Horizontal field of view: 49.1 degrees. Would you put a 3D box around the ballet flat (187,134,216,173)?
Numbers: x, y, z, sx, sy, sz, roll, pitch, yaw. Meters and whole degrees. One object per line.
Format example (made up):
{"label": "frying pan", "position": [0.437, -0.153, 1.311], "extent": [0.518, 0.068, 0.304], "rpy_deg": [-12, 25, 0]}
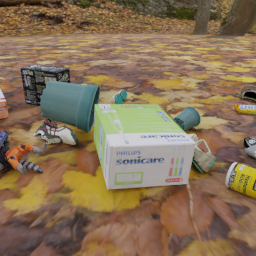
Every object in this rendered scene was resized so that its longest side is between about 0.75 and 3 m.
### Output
{"label": "ballet flat", "position": [1.819, 0.549, 7.746], "extent": [0.617, 0.685, 1.820], "rpy_deg": [40, 5, -30]}

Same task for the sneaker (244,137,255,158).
{"label": "sneaker", "position": [3.986, 0.395, 8.209], "extent": [1.009, 0.656, 1.747], "rpy_deg": [19, 31, 42]}

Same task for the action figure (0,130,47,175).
{"label": "action figure", "position": [-3.100, 0.935, 7.089], "extent": [1.675, 0.906, 1.732], "rpy_deg": [2, 47, 21]}

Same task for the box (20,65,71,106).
{"label": "box", "position": [-3.490, -1.785, 12.036], "extent": [1.976, 1.618, 0.851], "rpy_deg": [10, 26, 24]}

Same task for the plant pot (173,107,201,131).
{"label": "plant pot", "position": [1.964, -0.247, 9.653], "extent": [0.749, 0.765, 0.765], "rpy_deg": [-28, 35, -35]}

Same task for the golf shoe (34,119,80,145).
{"label": "golf shoe", "position": [-2.200, 0.284, 8.704], "extent": [1.676, 0.647, 0.738], "rpy_deg": [16, 49, 36]}

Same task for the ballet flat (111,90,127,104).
{"label": "ballet flat", "position": [-0.456, -1.229, 12.315], "extent": [0.551, 0.596, 1.766], "rpy_deg": [-22, 12, 21]}

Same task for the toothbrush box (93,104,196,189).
{"label": "toothbrush box", "position": [0.228, 0.322, 7.495], "extent": [2.008, 1.187, 2.758], "rpy_deg": [-1, 23, -15]}

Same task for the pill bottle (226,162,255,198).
{"label": "pill bottle", "position": [2.834, 1.230, 6.259], "extent": [1.120, 0.624, 0.624], "rpy_deg": [18, 29, 37]}

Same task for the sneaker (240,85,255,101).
{"label": "sneaker", "position": [6.174, -1.402, 12.545], "extent": [2.197, 0.774, 0.830], "rpy_deg": [11, 42, 35]}

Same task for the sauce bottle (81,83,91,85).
{"label": "sauce bottle", "position": [-2.058, -1.211, 11.703], "extent": [0.842, 0.842, 2.601], "rpy_deg": [3, 22, 6]}

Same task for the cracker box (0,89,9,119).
{"label": "cracker box", "position": [-5.913, -0.988, 11.287], "extent": [1.712, 0.737, 2.556], "rpy_deg": [-13, 27, -27]}

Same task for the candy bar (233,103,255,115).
{"label": "candy bar", "position": [5.676, -0.683, 11.147], "extent": [2.813, 0.312, 0.701], "rpy_deg": [6, 23, 12]}

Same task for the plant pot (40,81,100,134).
{"label": "plant pot", "position": [-1.831, -0.758, 8.929], "extent": [1.577, 1.610, 1.610], "rpy_deg": [12, 23, -1]}
